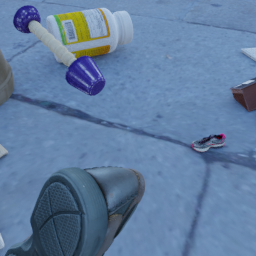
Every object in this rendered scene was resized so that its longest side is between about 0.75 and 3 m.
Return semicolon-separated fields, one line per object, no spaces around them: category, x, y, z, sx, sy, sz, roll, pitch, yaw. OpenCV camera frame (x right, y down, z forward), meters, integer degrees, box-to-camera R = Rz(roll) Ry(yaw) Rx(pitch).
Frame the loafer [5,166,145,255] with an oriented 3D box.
loafer;-0.530;1.111;2.403;0.680;2.163;0.777;-8;52;-44

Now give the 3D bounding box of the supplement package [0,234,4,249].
supplement package;-3.871;1.666;4.581;2.809;1.703;1.682;-24;46;-25

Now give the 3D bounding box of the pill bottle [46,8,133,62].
pill bottle;-1.400;-3.584;10.616;2.984;1.657;1.657;-16;44;-18

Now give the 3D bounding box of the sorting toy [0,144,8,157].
sorting toy;-3.892;0.604;6.834;1.295;0.255;1.399;33;50;26

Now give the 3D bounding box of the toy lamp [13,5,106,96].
toy lamp;-1.496;-1.665;6.101;0.758;0.758;2.604;-34;67;-32

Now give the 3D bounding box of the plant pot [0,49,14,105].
plant pot;-4.914;-2.160;8.030;2.883;2.502;2.883;7;45;-7

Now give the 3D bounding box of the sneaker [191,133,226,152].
sneaker;2.038;0.337;7.146;0.920;0.344;0.371;-11;42;-12

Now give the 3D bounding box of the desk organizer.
desk organizer;4.275;-1.242;8.606;1.981;0.763;0.710;-23;11;-4

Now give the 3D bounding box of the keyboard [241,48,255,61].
keyboard;5.367;-2.362;10.378;0.779;0.147;2.766;-14;43;-16
